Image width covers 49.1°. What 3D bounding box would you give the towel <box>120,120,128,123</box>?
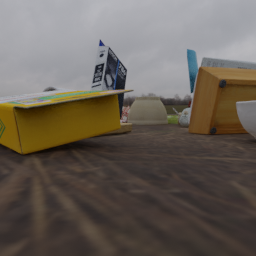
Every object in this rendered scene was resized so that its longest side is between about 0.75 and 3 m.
[{"bbox_3d":[-0.838,-0.256,12.666,1.250,0.197,1.736,3,6,20],"label":"towel"}]

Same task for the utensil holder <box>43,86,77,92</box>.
[{"bbox_3d":[-2.440,-0.836,11.417,1.537,1.537,1.809,3,2,37],"label":"utensil holder"}]

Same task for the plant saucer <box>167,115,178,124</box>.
[{"bbox_3d":[2.898,-0.422,13.716,2.484,0.386,2.484,0,3,0],"label":"plant saucer"}]

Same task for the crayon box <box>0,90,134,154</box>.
[{"bbox_3d":[-1.403,-0.227,4.946,1.756,0.720,2.793,-15,14,-37],"label":"crayon box"}]

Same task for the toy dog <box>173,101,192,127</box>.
[{"bbox_3d":[2.448,-0.592,11.157,1.398,1.021,2.119,0,4,-4],"label":"toy dog"}]

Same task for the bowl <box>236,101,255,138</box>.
[{"bbox_3d":[3.317,-0.098,5.001,2.162,0.808,2.165,-1,3,-10],"label":"bowl"}]

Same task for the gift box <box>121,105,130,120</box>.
[{"bbox_3d":[-0.151,-0.733,13.720,0.705,0.764,0.713,15,-3,22],"label":"gift box"}]

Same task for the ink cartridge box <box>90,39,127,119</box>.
[{"bbox_3d":[-0.598,-1.701,9.452,0.525,2.677,1.331,-12,-33,26],"label":"ink cartridge box"}]

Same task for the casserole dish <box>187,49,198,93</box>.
[{"bbox_3d":[2.383,-2.104,10.250,0.354,1.822,1.104,-5,-39,13],"label":"casserole dish"}]

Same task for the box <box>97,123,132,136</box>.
[{"bbox_3d":[-1.477,0.030,7.258,2.115,0.275,2.587,3,5,36],"label":"box"}]

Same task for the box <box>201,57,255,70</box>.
[{"bbox_3d":[4.709,-1.734,13.065,2.661,2.648,2.279,17,12,30],"label":"box"}]

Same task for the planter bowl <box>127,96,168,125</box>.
[{"bbox_3d":[0.887,-0.803,12.791,1.872,1.260,1.872,-1,4,0],"label":"planter bowl"}]

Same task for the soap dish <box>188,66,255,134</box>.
[{"bbox_3d":[2.820,-0.664,7.488,2.268,1.784,0.921,-1,21,-20],"label":"soap dish"}]
